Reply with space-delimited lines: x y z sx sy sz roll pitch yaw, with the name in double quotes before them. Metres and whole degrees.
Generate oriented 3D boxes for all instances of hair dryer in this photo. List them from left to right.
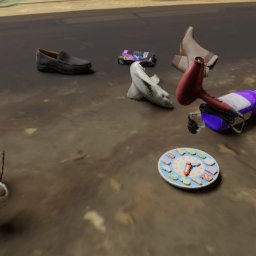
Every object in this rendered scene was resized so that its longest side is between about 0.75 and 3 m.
"hair dryer" 1.607 -0.653 5.712 1.314 1.725 0.469 -6 32 41

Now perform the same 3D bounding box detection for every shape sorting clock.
"shape sorting clock" 1.524 0.967 7.107 1.509 0.296 1.509 0 36 0

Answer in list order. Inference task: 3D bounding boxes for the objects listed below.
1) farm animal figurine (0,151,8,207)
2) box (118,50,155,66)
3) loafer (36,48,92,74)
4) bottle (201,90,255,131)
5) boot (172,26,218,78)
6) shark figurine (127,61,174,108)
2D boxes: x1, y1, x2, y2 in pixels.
"farm animal figurine" -4.116 1.114 6.127 2.694 1.420 2.724 -2 28 -25
"box" 0.408 -3.231 12.907 1.555 0.281 1.112 8 37 9
"loafer" -2.755 -2.860 11.875 2.436 0.881 0.887 2 35 2
"bottle" 3.479 -0.672 8.942 2.391 0.781 0.999 -21 42 -26
"boot" 2.012 -2.137 8.050 1.149 0.552 1.571 21 79 19
"shark figurine" 0.354 -1.696 10.258 1.729 1.208 2.894 19 32 -35
